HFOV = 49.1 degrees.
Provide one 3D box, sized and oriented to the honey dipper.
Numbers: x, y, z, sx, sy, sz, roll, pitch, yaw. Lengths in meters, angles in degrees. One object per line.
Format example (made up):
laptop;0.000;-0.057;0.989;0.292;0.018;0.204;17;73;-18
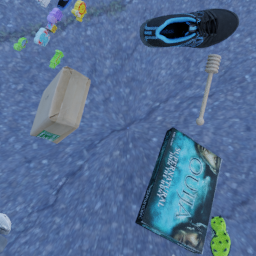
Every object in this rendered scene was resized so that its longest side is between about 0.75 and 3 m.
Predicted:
honey dipper;2.051;-0.961;7.216;0.348;0.348;1.833;11;89;4

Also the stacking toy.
stacking toy;-2.164;-2.738;7.608;1.459;0.455;1.935;26;87;19

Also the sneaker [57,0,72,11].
sneaker;-1.072;-2.374;4.866;0.317;0.813;0.285;29;57;-32

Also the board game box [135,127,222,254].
board game box;1.264;1.359;6.386;1.609;0.335;2.378;31;59;-14

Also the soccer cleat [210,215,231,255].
soccer cleat;1.560;1.896;4.712;0.331;0.980;0.397;-10;108;18

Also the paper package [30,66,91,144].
paper package;-1.338;-0.394;5.487;0.620;1.199;1.142;24;62;-26

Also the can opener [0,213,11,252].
can opener;-2.811;1.451;4.458;1.916;0.504;0.637;13;32;3

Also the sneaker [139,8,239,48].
sneaker;1.332;-1.917;5.553;2.102;0.861;0.769;-13;110;-10
